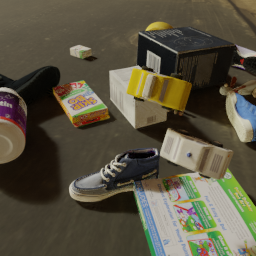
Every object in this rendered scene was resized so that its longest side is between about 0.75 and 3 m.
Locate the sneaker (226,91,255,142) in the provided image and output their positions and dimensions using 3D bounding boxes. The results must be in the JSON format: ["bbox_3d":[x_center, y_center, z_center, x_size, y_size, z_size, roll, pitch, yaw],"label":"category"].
[{"bbox_3d":[3.994,-0.453,8.986,1.233,0.850,2.216,-5,39,3],"label":"sneaker"}]

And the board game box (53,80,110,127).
[{"bbox_3d":[-1.754,-0.957,10.208,1.285,0.403,2.690,-17,41,-22],"label":"board game box"}]

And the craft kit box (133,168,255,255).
[{"bbox_3d":[1.533,1.954,5.886,2.405,0.591,2.435,-9,36,-8],"label":"craft kit box"}]

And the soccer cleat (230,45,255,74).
[{"bbox_3d":[5.418,-3.266,13.070,1.054,0.982,2.879,-11,37,-35],"label":"soccer cleat"}]

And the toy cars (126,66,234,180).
[{"bbox_3d":[0.810,-0.148,5.155,0.597,1.208,2.695,-3,62,-61],"label":"toy cars"}]

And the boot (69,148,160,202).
[{"bbox_3d":[-0.320,1.040,6.747,2.246,1.015,0.817,-9,36,-13],"label":"boot"}]

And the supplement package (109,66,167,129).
[{"bbox_3d":[0.310,-1.146,9.704,1.237,1.192,2.176,-14,38,-20],"label":"supplement package"}]

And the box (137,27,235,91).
[{"bbox_3d":[2.155,-2.811,11.148,2.678,1.688,2.724,-16,38,-23],"label":"box"}]

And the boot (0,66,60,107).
[{"bbox_3d":[-4.325,-1.804,10.733,2.350,1.068,2.797,21,46,21],"label":"boot"}]

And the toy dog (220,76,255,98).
[{"bbox_3d":[4.461,-1.635,10.755,1.648,0.794,1.087,-15,38,-20],"label":"toy dog"}]

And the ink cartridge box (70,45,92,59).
[{"bbox_3d":[-2.427,-3.907,14.352,0.907,0.381,0.657,25,42,31],"label":"ink cartridge box"}]

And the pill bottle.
[{"bbox_3d":[-3.718,-0.213,8.210,1.396,1.396,2.482,-9,37,-12],"label":"pill bottle"}]

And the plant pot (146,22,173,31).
[{"bbox_3d":[1.387,-3.901,13.377,1.706,1.706,1.605,12,51,17],"label":"plant pot"}]

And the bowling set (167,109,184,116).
[{"bbox_3d":[1.809,-0.738,9.787,0.822,0.442,0.572,-16,38,-20],"label":"bowling set"}]
